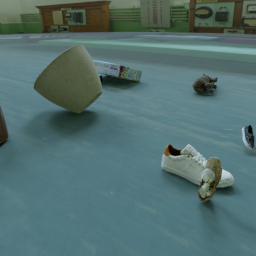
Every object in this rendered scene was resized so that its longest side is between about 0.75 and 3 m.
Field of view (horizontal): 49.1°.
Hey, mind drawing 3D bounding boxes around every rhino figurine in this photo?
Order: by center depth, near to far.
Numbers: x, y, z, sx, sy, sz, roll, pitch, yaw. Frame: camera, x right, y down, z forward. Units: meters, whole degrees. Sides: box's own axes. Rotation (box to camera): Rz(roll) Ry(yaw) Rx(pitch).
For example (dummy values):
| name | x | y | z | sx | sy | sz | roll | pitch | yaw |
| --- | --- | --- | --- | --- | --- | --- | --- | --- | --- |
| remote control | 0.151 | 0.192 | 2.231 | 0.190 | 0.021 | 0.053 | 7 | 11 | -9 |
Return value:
| name | x | y | z | sx | sy | sz | roll | pitch | yaw |
| --- | --- | --- | --- | --- | --- | --- | --- | --- | --- |
| rhino figurine | 3.676 | -2.150 | 13.208 | 1.007 | 0.688 | 2.302 | 11 | 24 | 22 |

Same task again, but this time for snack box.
| name | x | y | z | sx | sy | sz | roll | pitch | yaw |
| --- | --- | --- | --- | --- | --- | --- | --- | --- | --- |
| snack box | -0.763 | -3.049 | 14.793 | 2.481 | 0.657 | 1.764 | 20 | 14 | 38 |

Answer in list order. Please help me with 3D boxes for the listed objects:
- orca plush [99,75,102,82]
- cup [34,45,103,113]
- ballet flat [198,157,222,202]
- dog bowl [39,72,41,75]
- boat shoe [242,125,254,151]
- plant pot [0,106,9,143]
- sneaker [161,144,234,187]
| name | x | y | z | sx | sy | sz | roll | pitch | yaw |
| --- | --- | --- | --- | --- | --- | --- | --- | --- | --- |
| orca plush | -1.752 | -2.291 | 14.092 | 0.712 | 0.481 | 1.353 | -39 | -14 | 35 |
| cup | -1.894 | -1.536 | 10.043 | 1.674 | 2.341 | 2.341 | 47 | 31 | -2 |
| ballet flat | 1.542 | 1.023 | 5.333 | 0.361 | 1.025 | 0.335 | 25 | 40 | 37 |
| dog bowl | -4.439 | -2.880 | 15.338 | 0.919 | 0.339 | 0.919 | 0 | 22 | 0 |
| boat shoe | 3.324 | 0.241 | 7.672 | 0.294 | 0.242 | 0.856 | 26 | 42 | -15 |
| plant pot | -4.246 | -0.513 | 7.792 | 1.612 | 1.725 | 1.612 | 3 | 16 | -1 |
| sneaker | 1.524 | 0.800 | 6.273 | 1.675 | 0.709 | 0.610 | 15 | 26 | 28 |
